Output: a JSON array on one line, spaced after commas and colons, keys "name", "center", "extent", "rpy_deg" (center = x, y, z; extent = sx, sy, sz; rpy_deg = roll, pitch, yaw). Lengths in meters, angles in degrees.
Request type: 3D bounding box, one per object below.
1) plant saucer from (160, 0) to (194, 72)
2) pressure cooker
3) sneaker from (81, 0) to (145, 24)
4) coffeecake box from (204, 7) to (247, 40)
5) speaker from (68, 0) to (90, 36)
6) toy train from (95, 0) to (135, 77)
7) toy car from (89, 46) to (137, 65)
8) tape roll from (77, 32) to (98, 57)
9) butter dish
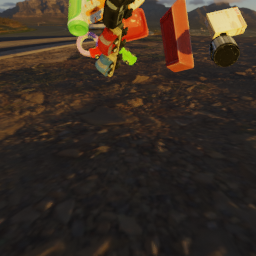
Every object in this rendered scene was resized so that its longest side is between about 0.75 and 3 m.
[{"name": "plant saucer", "center": [1.731, -3.360, 10.545], "extent": [0.445, 2.422, 2.427], "rpy_deg": [-11, 9, -5]}, {"name": "pressure cooker", "center": [2.432, -1.988, 7.131], "extent": [0.680, 0.670, 0.761], "rpy_deg": [28, 37, -20]}, {"name": "sneaker", "center": [-0.418, -4.114, 9.240], "extent": [2.325, 0.910, 0.898], "rpy_deg": [-6, 16, 28]}, {"name": "coffeecake box", "center": [3.256, -3.505, 9.399], "extent": [1.092, 0.838, 0.399], "rpy_deg": [-14, -21, -4]}, {"name": "speaker", "center": [-1.982, -4.817, 11.357], "extent": [0.914, 2.067, 0.914], "rpy_deg": [-2, -19, -1]}, {"name": "toy train", "center": [-0.229, -1.239, 3.968], "extent": [0.310, 1.816, 0.416], "rpy_deg": [41, 69, 6]}, {"name": "toy car", "center": [-0.372, -2.911, 10.474], "extent": [1.600, 1.701, 0.379], "rpy_deg": [40, -2, 1]}, {"name": "tape roll", "center": [-1.762, -3.746, 12.536], "extent": [1.023, 1.023, 0.336], "rpy_deg": [-2, 2, -4]}, {"name": "butter dish", "center": [-0.015, -4.321, 11.165], "extent": [1.440, 1.436, 1.065], "rpy_deg": [-12, -17, 4]}]
